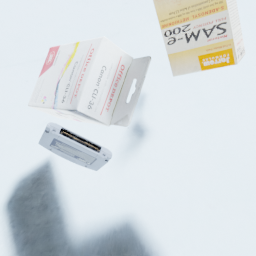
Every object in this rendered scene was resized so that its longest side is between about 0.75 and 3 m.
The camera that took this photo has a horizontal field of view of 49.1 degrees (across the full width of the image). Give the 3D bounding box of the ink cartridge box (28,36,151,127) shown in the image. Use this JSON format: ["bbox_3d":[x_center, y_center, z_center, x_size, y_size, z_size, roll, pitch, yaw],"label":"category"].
[{"bbox_3d":[-0.908,-0.947,5.841,2.654,0.896,1.546,8,77,46],"label":"ink cartridge box"}]

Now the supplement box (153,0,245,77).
[{"bbox_3d":[1.265,-2.107,5.143,1.290,2.048,0.753,-6,23,35],"label":"supplement box"}]

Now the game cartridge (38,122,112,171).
[{"bbox_3d":[-0.865,0.331,4.507,1.096,0.730,0.228,28,61,-14],"label":"game cartridge"}]
